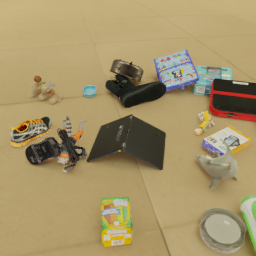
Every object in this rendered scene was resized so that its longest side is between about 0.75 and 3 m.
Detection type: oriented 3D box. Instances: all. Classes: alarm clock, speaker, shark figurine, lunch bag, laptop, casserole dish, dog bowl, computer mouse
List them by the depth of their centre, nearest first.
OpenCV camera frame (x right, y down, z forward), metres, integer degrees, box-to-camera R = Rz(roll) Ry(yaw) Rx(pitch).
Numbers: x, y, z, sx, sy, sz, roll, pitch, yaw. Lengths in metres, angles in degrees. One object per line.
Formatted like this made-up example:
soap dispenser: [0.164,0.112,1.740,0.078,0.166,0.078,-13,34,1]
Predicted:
speaker: [3.462,2.626,7.112,0.817,0.817,1.848,2,36,2]
dog bowl: [2.470,2.708,7.364,1.231,0.361,1.231,0,36,0]
shark figurine: [2.752,1.346,8.417,1.501,2.513,1.049,42,80,8]
computer mouse: [-2.482,0.914,9.453,1.976,1.388,0.455,-27,4,24]
laptop: [0.023,0.660,10.448,2.339,1.356,2.190,-19,29,23]
casserole dish: [-1.881,-1.804,13.813,0.635,0.203,1.048,-2,36,-3]
lunch bag: [2.453,-2.688,14.169,1.826,1.141,2.425,-15,43,7]
alarm clock: [-0.076,-2.995,14.541,1.660,0.819,2.462,18,5,-10]

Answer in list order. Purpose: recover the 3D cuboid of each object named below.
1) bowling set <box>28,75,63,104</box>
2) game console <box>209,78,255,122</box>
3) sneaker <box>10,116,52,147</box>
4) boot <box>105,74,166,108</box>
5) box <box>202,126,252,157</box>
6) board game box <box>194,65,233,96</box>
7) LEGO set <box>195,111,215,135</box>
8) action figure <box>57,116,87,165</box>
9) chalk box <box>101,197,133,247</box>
bowling set: [-3.881,-1.974,13.234,1.790,1.246,0.961,20,39,20]
game console: [4.980,-1.289,12.495,2.516,0.390,2.225,9,50,11]
sneaker: [-3.712,-0.016,10.860,0.749,0.739,1.914,18,38,26]
boot: [0.332,-2.019,13.461,2.428,0.927,2.040,-21,44,-17]
box: [3.600,0.553,10.409,1.715,0.356,1.021,-23,42,-25]
board game box: [4.372,-2.418,14.346,1.807,0.562,2.393,8,36,12]
LEGO set: [3.180,-0.148,11.407,0.664,0.537,1.444,-21,29,33]
action figure: [-2.233,0.452,9.715,1.647,0.862,1.594,5,77,10]
chalk box: [-0.325,2.360,7.480,0.791,0.787,1.271,-3,36,-5]
